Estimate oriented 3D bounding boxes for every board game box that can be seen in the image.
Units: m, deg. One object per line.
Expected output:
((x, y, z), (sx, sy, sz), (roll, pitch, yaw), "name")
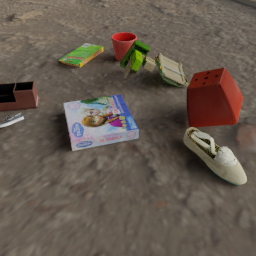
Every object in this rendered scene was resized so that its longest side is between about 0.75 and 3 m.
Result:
((-2.306, -3.647, 14.047), (1.113, 0.349, 2.329), (18, 40, 22), "board game box")
((-1.008, -0.281, 9.742), (2.210, 0.456, 2.215), (-11, 40, -13), "board game box")

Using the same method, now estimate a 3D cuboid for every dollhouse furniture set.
((1.117, -2.403, 12.285), (2.642, 1.326, 1.731), (20, 41, -21), "dollhouse furniture set")

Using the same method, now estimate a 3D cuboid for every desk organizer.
((-4.523, -1.175, 10.573), (2.098, 0.808, 0.753), (-6, 39, -8), "desk organizer")

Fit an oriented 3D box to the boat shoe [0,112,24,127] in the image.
((-4.016, -0.281, 9.519), (0.891, 0.302, 0.320), (-27, 14, -29), "boat shoe")

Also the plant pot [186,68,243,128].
((2.816, -1.089, 9.439), (1.605, 1.414, 1.603), (-4, 36, 34), "plant pot")

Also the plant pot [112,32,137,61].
((-0.186, -3.977, 13.828), (1.241, 1.098, 1.241), (0, 38, 0), "plant pot")

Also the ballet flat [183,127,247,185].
((2.526, 0.721, 8.254), (0.807, 0.807, 2.324), (-25, 45, -27), "ballet flat")
